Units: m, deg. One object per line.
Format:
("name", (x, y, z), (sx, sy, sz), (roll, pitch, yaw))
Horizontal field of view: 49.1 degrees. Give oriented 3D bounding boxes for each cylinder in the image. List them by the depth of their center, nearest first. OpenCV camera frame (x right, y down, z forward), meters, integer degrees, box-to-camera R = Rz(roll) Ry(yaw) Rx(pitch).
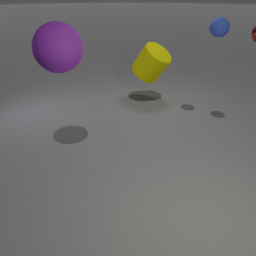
("cylinder", (1.112, -3.087, 13.317), (1.400, 1.400, 1.400), (20, 45, -21))

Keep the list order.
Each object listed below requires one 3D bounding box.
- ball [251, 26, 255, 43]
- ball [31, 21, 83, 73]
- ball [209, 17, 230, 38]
("ball", (4.536, -3.192, 9.445), (0.700, 0.700, 0.700), (0, 28, 0))
("ball", (-1.955, -2.240, 7.819), (1.400, 1.400, 1.400), (0, 28, 0))
("ball", (3.304, -3.628, 10.101), (0.700, 0.700, 0.700), (0, 28, 0))
